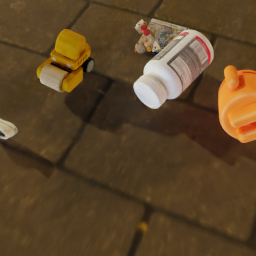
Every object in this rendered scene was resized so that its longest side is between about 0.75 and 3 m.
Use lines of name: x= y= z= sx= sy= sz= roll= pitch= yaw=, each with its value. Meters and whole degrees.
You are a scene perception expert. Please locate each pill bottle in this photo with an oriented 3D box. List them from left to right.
pill bottle: x=1.420 y=-1.836 z=8.938 sx=1.429 sy=1.429 sz=2.582 roll=38 pitch=70 yaw=21

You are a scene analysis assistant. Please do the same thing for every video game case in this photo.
video game case: x=1.325 y=-3.428 z=10.677 sx=1.555 sy=0.219 sz=1.720 roll=20 pitch=59 yaw=12

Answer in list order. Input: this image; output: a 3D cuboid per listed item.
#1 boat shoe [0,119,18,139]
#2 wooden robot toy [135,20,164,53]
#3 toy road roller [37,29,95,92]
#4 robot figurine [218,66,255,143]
boat shoe: x=-3.978 y=0.029 z=8.173 sx=1.435 sy=0.530 sz=0.612 roll=19 pitch=38 yaw=18
wooden robot toy: x=0.504 y=-3.061 z=9.784 sx=0.887 sy=0.861 sz=1.955 roll=-37 pitch=52 yaw=19
toy road roller: x=-1.998 y=-2.248 z=9.069 sx=1.191 sy=1.414 sz=1.938 roll=25 pitch=54 yaw=12
robot figurine: x=3.364 y=-0.670 z=7.942 sx=1.911 sy=1.549 sz=2.657 roll=22 pitch=36 yaw=1
